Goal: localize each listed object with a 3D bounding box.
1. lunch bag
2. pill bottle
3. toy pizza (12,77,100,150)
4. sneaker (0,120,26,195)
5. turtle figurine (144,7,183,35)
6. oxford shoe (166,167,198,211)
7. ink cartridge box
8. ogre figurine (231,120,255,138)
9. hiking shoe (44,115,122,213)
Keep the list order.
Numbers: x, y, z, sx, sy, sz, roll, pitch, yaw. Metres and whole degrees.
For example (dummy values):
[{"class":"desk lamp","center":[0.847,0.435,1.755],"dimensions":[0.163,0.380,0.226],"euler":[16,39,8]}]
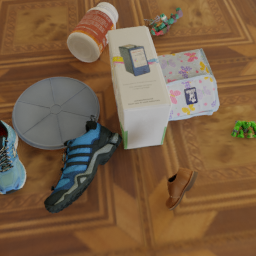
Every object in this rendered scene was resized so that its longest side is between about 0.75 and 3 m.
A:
[{"class":"lunch bag","center":[1.753,-1.310,8.832],"dimensions":[1.777,1.332,2.095],"euler":[-10,67,-4]},{"class":"pill bottle","center":[-1.173,-3.499,10.063],"dimensions":[1.212,1.212,2.161],"euler":[19,60,11]},{"class":"toy pizza","center":[-2.238,-0.489,8.843],"dimensions":[2.701,0.428,2.701],"euler":[1,60,-1]},{"class":"sneaker","center":[-3.516,0.751,7.752],"dimensions":[0.901,1.034,2.299],"euler":[-19,61,-11]},{"class":"turtle figurine","center":[1.302,-4.019,10.750],"dimensions":[1.599,0.805,1.197],"euler":[-33,24,-20]},{"class":"oxford shoe","center":[1.206,1.506,7.058],"dimensions":[0.553,1.551,0.553],"euler":[24,40,7]},{"class":"ink cartridge box","center":[0.236,-1.170,8.251],"dimensions":[1.281,2.127,2.927],"euler":[-7,60,-4]},{"class":"ogre figurine","center":[3.589,0.032,8.566],"dimensions":[0.873,0.428,0.523],"euler":[-3,76,15]},{"class":"hiking shoe","center":[-1.391,0.968,7.566],"dimensions":[1.234,1.058,2.845],"euler":[36,54,4]}]
